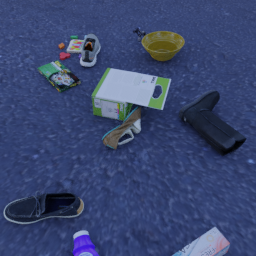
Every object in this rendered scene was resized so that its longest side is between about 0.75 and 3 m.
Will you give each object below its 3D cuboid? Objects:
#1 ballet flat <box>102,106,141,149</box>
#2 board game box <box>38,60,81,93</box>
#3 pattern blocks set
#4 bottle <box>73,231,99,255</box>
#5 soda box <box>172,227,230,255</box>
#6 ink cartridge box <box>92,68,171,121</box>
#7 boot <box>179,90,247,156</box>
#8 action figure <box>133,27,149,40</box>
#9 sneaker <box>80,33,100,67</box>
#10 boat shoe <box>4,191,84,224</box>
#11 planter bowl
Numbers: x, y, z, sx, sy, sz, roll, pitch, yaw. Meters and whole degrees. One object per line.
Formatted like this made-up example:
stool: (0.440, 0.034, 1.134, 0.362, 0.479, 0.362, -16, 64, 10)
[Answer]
ballet flat: (-0.017, 0.054, 10.454, 0.775, 0.727, 2.143, 42, 57, 9)
board game box: (-3.238, -2.464, 13.130, 1.126, 0.252, 2.149, -31, 53, -24)
pattern blocks set: (-2.712, -4.376, 15.005, 2.004, 0.185, 2.280, -5, 46, -5)
bottle: (-1.035, 3.514, 7.107, 0.733, 0.573, 1.756, -13, 48, -10)
soda box: (1.692, 3.125, 6.842, 1.601, 0.509, 0.548, -25, 46, -18)
ink cartridge box: (0.171, -1.284, 11.428, 2.775, 1.051, 2.051, 12, 47, 10)
boot: (3.453, -0.270, 10.567, 2.018, 0.804, 2.449, -33, 49, -14)
action figure: (0.815, -5.034, 15.362, 1.180, 0.602, 0.701, 15, -1, -40)
sneaker: (-1.868, -4.120, 14.124, 0.903, 0.969, 2.444, 5, 48, -5)
boat shoe: (-2.484, 2.274, 8.221, 2.310, 0.719, 0.862, -3, 48, -2)
planter bowl: (1.744, -3.997, 14.137, 2.113, 0.880, 2.113, -1, 46, 1)
